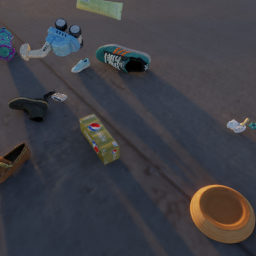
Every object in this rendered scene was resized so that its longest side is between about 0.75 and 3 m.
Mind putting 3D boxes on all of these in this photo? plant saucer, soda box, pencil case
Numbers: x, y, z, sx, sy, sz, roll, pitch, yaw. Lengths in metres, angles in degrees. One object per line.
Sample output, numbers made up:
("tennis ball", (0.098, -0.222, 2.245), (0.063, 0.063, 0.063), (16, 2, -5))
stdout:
("plant saucer", (2.673, 2.308, 7.880), (1.778, 0.333, 1.778), (0, 43, 0))
("soda box", (-1.010, 0.347, 9.734), (0.606, 0.642, 1.894), (-22, 48, -22))
("pencil case", (-6.435, -4.382, 14.590), (0.987, 0.909, 2.135), (-13, 45, -14))

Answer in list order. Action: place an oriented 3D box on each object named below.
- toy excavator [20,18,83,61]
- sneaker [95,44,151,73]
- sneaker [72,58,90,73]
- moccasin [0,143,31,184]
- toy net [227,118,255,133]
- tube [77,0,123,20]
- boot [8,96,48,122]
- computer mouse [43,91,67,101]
("toy excavator", (-2.740, -3.024, 10.175), (1.776, 0.913, 1.827), (24, 70, 5))
("sneaker", (-0.330, -3.256, 13.330), (2.739, 0.977, 1.094), (11, 40, 9))
("sneaker", (-2.308, -3.059, 13.515), (0.399, 0.443, 1.080), (27, 49, 27))
("moccasin", (-3.855, 1.145, 8.842), (0.662, 0.698, 1.809), (28, 50, 27))
("toy net", (4.513, 0.024, 10.349), (1.705, 0.329, 0.894), (-5, 46, -3))
("tube", (-1.059, -4.523, 10.482), (1.694, 0.492, 0.440), (7, 42, -11))
("boot", (-3.950, -0.679, 10.926), (1.523, 0.590, 1.053), (-4, 48, -3))
("computer mouse", (-3.012, -1.299, 11.815), (1.050, 0.230, 0.576), (19, 41, 27))
